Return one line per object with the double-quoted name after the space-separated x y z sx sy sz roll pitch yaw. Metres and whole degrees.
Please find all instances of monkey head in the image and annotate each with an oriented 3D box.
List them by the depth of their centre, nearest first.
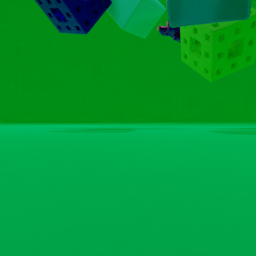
1.433 -3.028 8.262 0.967 0.810 1.345 26 -17 49 "monkey head"

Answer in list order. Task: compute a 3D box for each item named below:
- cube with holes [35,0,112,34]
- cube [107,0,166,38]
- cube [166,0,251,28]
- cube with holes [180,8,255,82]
-1.047 -2.444 5.311 0.887 0.887 0.887 19 -22 40 "cube with holes"
0.196 -3.087 7.266 0.946 0.946 0.946 1 -43 -49 "cube"
1.423 -2.763 4.951 1.369 1.369 1.369 1 41 19 "cube"
2.317 -2.300 7.229 1.373 1.373 1.373 -24 45 -12 "cube with holes"
